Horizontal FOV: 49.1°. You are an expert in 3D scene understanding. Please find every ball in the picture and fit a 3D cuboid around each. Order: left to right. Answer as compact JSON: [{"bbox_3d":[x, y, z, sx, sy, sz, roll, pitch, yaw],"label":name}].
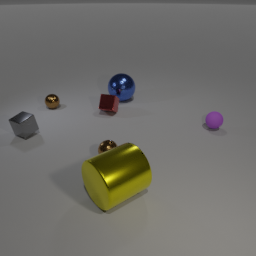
[{"bbox_3d":[-3.596,-1.269,13.296,0.700,0.700,0.700,0,27,0],"label":"ball"},{"bbox_3d":[-0.663,0.744,9.407,0.700,0.700,0.700,0,27,0],"label":"ball"},{"bbox_3d":[-0.323,-2.036,14.052,1.400,1.400,1.400,0,27,0],"label":"ball"},{"bbox_3d":[3.482,-0.324,11.297,0.700,0.700,0.700,0,27,0],"label":"ball"}]

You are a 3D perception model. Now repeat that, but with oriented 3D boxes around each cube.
[{"bbox_3d":[-4.019,-0.136,10.830,0.700,0.700,0.700,14,40,32],"label":"cube"},{"bbox_3d":[-0.853,-1.115,12.728,0.700,0.700,0.700,8,-3,15],"label":"cube"}]

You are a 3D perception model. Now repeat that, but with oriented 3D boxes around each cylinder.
[{"bbox_3d":[-0.314,1.269,7.547,1.400,1.400,1.400,-22,34,-32],"label":"cylinder"}]
